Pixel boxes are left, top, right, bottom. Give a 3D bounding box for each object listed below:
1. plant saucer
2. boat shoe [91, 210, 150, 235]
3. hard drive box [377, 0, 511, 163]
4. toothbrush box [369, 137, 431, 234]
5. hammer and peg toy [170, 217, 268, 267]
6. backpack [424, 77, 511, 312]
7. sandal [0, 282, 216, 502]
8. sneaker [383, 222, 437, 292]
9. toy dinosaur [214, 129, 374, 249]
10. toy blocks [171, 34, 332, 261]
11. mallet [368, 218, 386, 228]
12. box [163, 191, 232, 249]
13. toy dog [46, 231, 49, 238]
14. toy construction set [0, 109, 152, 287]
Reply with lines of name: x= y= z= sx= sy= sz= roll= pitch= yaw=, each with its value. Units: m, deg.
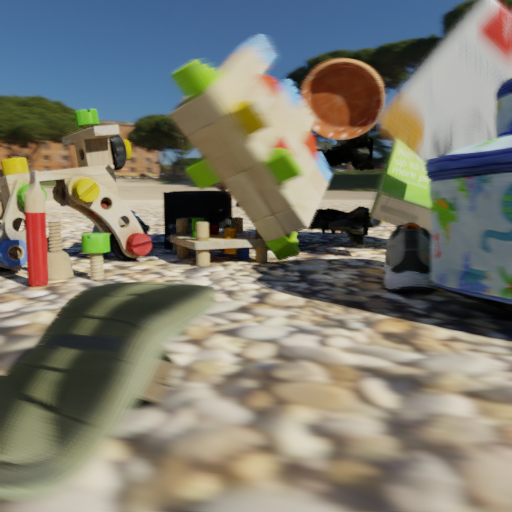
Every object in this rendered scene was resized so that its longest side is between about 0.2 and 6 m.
plant saucer: x=1.581 y=-2.897 z=10.387 sx=1.543 sy=1.543 sz=0.249 roll=1 pitch=39 yaw=8
boat shoe: x=-2.632 y=-0.471 z=11.478 sx=0.810 sy=0.794 sz=2.275 roll=18 pitch=8 yaw=2
hard drive box: x=3.173 y=-2.345 z=8.257 sx=1.694 sy=2.173 sz=0.835 roll=42 pitch=30 yaw=2
toothbrush box: x=3.640 y=-1.856 z=10.994 sx=2.018 sy=2.772 sz=1.193 roll=20 pitch=-19 yaw=6
hammer and peg toy: x=-0.680 y=-0.316 z=9.766 sx=1.517 sy=0.727 sz=2.063 roll=-3 pitch=8 yaw=-24
backpack: x=3.485 y=-0.657 z=5.470 sx=3.420 sy=2.513 sz=3.130 roll=-7 pitch=6 yaw=-21
sandal: x=-0.838 y=0.643 z=3.177 sx=0.809 sy=0.582 sz=2.039 roll=3 pitch=23 yaw=16
sneaker: x=2.068 y=-0.050 z=7.381 sx=0.764 sy=0.819 sz=2.067 roll=0 pitch=6 yaw=12
toy dinosaur: x=0.809 y=-1.686 z=12.137 sx=3.331 sy=2.507 sz=4.908 roll=3 pitch=20 yaw=17
toy blocks: x=0.149 y=-1.898 z=8.810 sx=1.624 sy=3.250 sz=2.221 roll=-18 pitch=30 yaw=36
mallet: x=4.221 y=-1.046 z=17.247 sx=2.183 sy=0.449 sz=0.719 roll=2 pitch=2 yaw=-27
box: x=-1.210 y=-0.821 z=12.058 sx=1.396 sy=1.168 sz=1.879 roll=0 pitch=8 yaw=-2
toy dog: x=-4.611 y=-0.453 z=12.553 sx=0.346 sy=0.335 sz=0.241 roll=12 pitch=25 yaw=34
toy construction set: x=-2.935 y=-1.020 z=8.405 sx=2.691 sy=2.480 sz=3.227 roll=-2 pitch=8 yaw=-14
